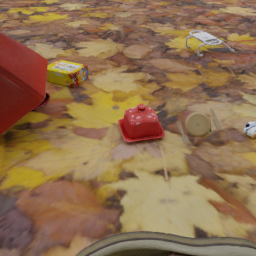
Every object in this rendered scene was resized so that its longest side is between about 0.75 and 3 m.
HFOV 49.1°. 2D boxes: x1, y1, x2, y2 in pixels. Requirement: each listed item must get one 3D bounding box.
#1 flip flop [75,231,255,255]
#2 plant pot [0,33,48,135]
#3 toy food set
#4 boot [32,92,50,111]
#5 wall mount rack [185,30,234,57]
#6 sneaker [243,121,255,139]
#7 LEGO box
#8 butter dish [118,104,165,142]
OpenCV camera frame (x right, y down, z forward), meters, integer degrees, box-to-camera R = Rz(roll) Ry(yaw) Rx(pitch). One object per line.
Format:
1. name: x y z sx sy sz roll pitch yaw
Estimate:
1. flip flop: 0.507 1.885 3.579 2.613 1.060 0.752 4 49 -4
2. plant pot: -3.073 -1.124 6.267 1.849 1.631 1.851 -34 39 16
3. toy food set: 1.577 -0.054 6.306 0.889 0.613 0.178 -21 -7 7
4. boot: -3.127 -0.864 7.818 1.243 0.604 1.651 29 38 36
5. wall mount rack: 3.395 -3.510 11.619 1.678 0.720 1.931 -13 36 -12
6. sneaker: 3.115 -0.076 6.880 0.373 0.318 0.846 24 41 31
7. LEGO box: -2.066 -1.826 9.295 1.201 0.464 0.895 16 37 22
8. butter dish: 0.316 -0.229 6.712 1.023 0.756 1.020 -7 36 -10
